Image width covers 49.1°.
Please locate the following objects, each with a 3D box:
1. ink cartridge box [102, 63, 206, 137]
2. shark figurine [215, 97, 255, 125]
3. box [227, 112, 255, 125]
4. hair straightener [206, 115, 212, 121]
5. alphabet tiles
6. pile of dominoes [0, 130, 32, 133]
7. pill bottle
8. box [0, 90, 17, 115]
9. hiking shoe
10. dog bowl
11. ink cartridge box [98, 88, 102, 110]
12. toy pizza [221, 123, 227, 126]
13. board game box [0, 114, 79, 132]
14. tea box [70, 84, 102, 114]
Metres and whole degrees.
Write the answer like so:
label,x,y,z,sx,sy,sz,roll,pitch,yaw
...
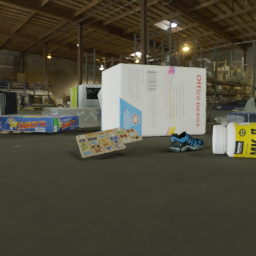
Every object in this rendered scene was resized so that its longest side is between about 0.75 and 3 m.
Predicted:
label,x,y,z,sx,sy,sz,roll,pitch,yaw
ink cartridge box,0.869,-0.774,8.357,2.958,1.901,1.852,-1,4,-21
shark figurine,4.996,-0.705,11.074,2.677,1.117,1.600,-11,15,-20
box,3.109,-0.041,6.857,0.948,0.668,1.282,0,4,-3
hair straightener,3.627,-0.593,14.641,0.986,0.524,2.563,3,6,36
alphabet tiles,-0.319,0.198,4.744,1.033,0.039,0.863,-12,22,-13
pile of dominoes,-4.243,-0.099,9.203,2.559,0.407,1.995,-2,5,-23
pill bottle,1.917,0.195,4.573,0.996,0.569,0.569,0,5,12
box,-7.170,-1.039,13.386,2.677,1.650,2.656,1,3,4
hiking shoe,1.140,0.241,5.254,0.840,0.364,0.312,-4,6,-39
dog bowl,-2.310,-0.466,11.653,2.626,0.770,2.626,0,4,0
ink cartridge box,-0.452,-1.392,12.089,0.926,1.590,2.184,3,40,15
toy pizza,4.518,-0.189,11.722,1.181,0.187,1.181,0,5,0
board game box,-3.062,-0.182,8.896,2.510,0.432,1.699,2,5,16
tea box,-1.388,-1.262,14.639,2.757,1.842,2.712,-2,5,-23
